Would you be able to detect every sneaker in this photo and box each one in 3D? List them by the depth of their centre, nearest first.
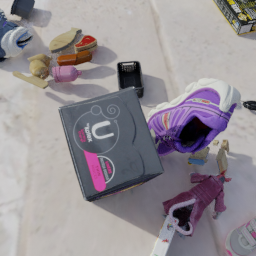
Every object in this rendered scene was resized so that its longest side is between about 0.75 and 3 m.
[{"bbox_3d":[1.045,0.060,5.886,1.175,2.915,1.216,28,62,-7],"label":"sneaker"},{"bbox_3d":[2.679,2.216,5.949,1.416,0.625,0.576,-31,64,-17],"label":"sneaker"},{"bbox_3d":[-3.885,-3.171,9.041,1.745,0.960,2.383,6,53,-10],"label":"sneaker"}]

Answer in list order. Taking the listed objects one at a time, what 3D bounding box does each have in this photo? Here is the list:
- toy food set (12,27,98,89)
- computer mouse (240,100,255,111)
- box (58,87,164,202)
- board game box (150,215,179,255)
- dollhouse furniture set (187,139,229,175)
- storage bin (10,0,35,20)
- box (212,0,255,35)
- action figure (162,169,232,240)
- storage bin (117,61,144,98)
[{"bbox_3d":[-1.927,-2.052,8.495,1.825,0.452,2.871,24,54,25],"label":"toy food set"},{"bbox_3d":[2.971,-0.796,7.970,1.767,0.301,0.518,21,47,6],"label":"computer mouse"},{"bbox_3d":[-0.414,0.524,5.634,1.381,2.604,1.592,-17,76,-11],"label":"box"},{"bbox_3d":[0.571,2.561,5.561,0.260,0.947,1.500,23,62,12],"label":"board game box"},{"bbox_3d":[2.035,0.734,7.054,0.867,0.566,0.818,2,40,34],"label":"dollhouse furniture set"},{"bbox_3d":[-3.673,-4.231,9.811,0.600,0.650,0.893,21,57,-20],"label":"storage bin"},{"bbox_3d":[4.124,-4.235,9.829,1.603,0.495,2.007,-16,61,-7],"label":"box"},{"bbox_3d":[1.513,1.444,6.082,1.772,1.319,1.187,-40,61,-7],"label":"action figure"},{"bbox_3d":[0.059,-1.397,8.159,0.705,0.489,1.042,-6,59,-3],"label":"storage bin"}]
